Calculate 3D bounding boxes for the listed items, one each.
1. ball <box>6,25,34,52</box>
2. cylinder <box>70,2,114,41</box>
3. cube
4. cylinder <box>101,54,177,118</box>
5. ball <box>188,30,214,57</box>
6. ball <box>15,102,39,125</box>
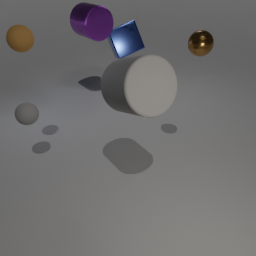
[{"bbox_3d":[-2.845,-2.361,7.403,0.700,0.700,0.700,0,32,0],"label":"ball"},{"bbox_3d":[-1.569,-4.573,12.046,1.400,1.400,1.400,-22,37,-31],"label":"cylinder"},{"bbox_3d":[-0.176,-4.391,13.973,1.400,1.400,1.400,-25,19,-3],"label":"cube"},{"bbox_3d":[0.232,-1.018,6.793,1.400,1.400,1.400,-17,16,-25],"label":"cylinder"},{"bbox_3d":[1.990,-2.317,7.670,0.700,0.700,0.700,0,32,0],"label":"ball"},{"bbox_3d":[-3.062,-0.433,8.488,0.700,0.700,0.700,0,32,0],"label":"ball"}]
